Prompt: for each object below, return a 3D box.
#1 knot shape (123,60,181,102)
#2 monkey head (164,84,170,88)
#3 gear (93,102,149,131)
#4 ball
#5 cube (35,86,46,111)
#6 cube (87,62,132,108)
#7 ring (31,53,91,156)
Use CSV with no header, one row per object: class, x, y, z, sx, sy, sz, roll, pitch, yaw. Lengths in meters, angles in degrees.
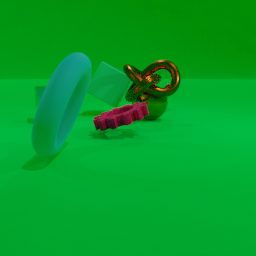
knot shape,0.597,-1.707,9.700,2.076,0.959,1.943,-24,39,-19
monkey head,1.187,-1.569,12.707,1.195,1.427,1.983,31,-18,8
gear,-0.193,-0.331,7.654,1.508,0.279,1.508,-16,14,4
ball,0.790,-0.934,10.140,1.302,1.302,1.302,0,11,0
cube,-2.611,-0.847,9.879,1.202,1.202,1.202,-4,11,-19
cube,-0.729,-1.740,11.480,1.341,1.341,1.341,29,6,-1
ring,-1.243,-0.440,5.424,0.420,2.100,2.100,22,11,-2
